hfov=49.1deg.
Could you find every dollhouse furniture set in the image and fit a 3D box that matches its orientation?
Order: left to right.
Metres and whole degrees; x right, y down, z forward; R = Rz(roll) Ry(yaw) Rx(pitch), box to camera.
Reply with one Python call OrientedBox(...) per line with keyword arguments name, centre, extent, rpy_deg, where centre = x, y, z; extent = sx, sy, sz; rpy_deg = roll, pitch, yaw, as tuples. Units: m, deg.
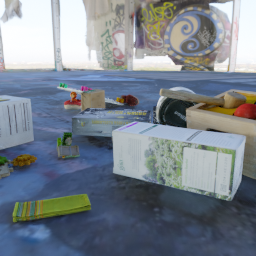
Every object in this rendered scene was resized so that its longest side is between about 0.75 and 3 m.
OrientedBox(name="dollhouse furniture set", centre=(-1.861, 0.648, 8.568), extent=(0.607, 0.469, 1.214), rpy_deg=(2, 33, -19))

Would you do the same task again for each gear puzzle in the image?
OrientedBox(name="gear puzzle", centre=(-3.632, 0.957, 7.081), extent=(2.597, 0.340, 1.345), rpy_deg=(-8, 17, -26))

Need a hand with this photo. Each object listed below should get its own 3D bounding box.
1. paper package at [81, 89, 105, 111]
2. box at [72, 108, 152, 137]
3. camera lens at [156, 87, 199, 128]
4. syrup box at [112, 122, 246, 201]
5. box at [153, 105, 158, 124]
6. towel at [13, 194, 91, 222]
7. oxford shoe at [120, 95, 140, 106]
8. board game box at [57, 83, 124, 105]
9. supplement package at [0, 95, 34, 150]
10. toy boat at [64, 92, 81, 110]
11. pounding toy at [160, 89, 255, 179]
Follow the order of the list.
OrientedBox(name="paper package", centre=(-1.704, -1.283, 13.836), extent=(0.639, 1.177, 1.235), rpy_deg=(8, 19, 28))
OrientedBox(name="box", centre=(-0.510, -0.244, 10.675), extent=(2.745, 0.663, 2.174), rpy_deg=(3, 13, 7))
OrientedBox(name="camera lens", centre=(1.889, -0.623, 10.275), extent=(1.679, 1.679, 2.099), rpy_deg=(2, 13, 7))
OrientedBox(name="syrup box", centre=(1.115, 0.648, 6.651), extent=(2.912, 1.146, 1.186), rpy_deg=(8, 17, 30))
OrientedBox(name="box", centre=(1.447, -0.534, 11.837), extent=(0.703, 0.772, 0.402), rpy_deg=(9, 18, 30))
OrientedBox(name="towel", centre=(-1.466, 1.508, 5.457), extent=(1.420, 0.128, 0.611), rpy_deg=(-4, 16, -17))
OrientedBox(name="oxford shoe", centre=(0.248, -1.661, 16.368), extent=(0.670, 0.631, 1.791), rpy_deg=(-3, 15, -31))
OrientedBox(name="board game box", centre=(-2.133, -1.984, 16.183), extent=(2.895, 0.375, 2.895), rpy_deg=(13, 2, -44))
OrientedBox(name="supplement package", centre=(-4.600, -0.106, 8.794), extent=(1.555, 1.497, 2.734), rpy_deg=(10, 17, 33))
OrientedBox(name="toy boat", centre=(-2.936, -1.503, 15.148), extent=(0.919, 0.921, 1.409), rpy_deg=(0, 15, 1))
OrientedBox(name="pounding toy", centre=(2.831, -0.263, 7.748), extent=(2.623, 2.026, 2.849), rpy_deg=(-23, 26, -32))
